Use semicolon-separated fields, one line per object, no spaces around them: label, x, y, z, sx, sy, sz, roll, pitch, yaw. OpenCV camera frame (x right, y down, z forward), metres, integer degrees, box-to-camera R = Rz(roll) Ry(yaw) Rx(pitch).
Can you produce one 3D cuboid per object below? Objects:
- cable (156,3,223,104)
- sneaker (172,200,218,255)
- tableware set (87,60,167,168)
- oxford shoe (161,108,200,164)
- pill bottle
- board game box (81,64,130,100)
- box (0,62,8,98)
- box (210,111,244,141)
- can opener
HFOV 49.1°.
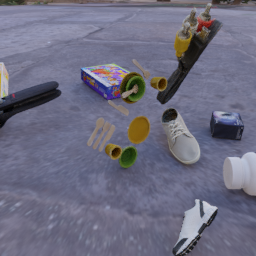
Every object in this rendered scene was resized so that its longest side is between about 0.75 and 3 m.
cable;1.380;-1.766;7.000;0.719;2.859;1.388;43;62;10
sneaker;0.965;1.530;4.306;0.383;0.353;0.958;32;71;34
tableware set;0.149;-0.228;5.966;1.440;2.137;0.328;33;-7;-42
oxford shoe;1.190;0.140;6.709;0.648;0.497;1.722;-25;46;8
pill bottle;2.670;0.883;5.404;1.485;0.828;0.828;1;29;2
board game box;-0.652;-1.820;10.600;1.500;0.500;2.232;-16;34;-28
box;-4.205;-1.322;8.815;0.668;0.741;1.318;-4;68;-11
box;2.634;-0.080;7.515;0.747;0.464;0.753;5;31;8
can opener;-2.955;-0.683;7.402;2.426;0.769;0.954;-23;68;-6
